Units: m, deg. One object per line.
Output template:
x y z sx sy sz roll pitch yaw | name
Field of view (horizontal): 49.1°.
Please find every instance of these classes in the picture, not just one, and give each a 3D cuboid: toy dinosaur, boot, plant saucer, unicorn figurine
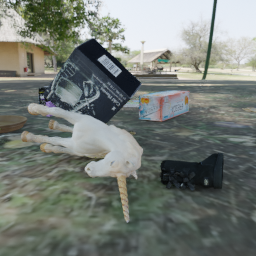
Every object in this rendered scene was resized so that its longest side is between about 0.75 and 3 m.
-0.202 0.129 7.152 0.849 0.202 0.374 18 40 -21 | toy dinosaur
1.096 0.688 4.709 0.964 0.435 1.176 1 12 21 | boot
-4.157 -0.118 8.716 1.952 0.288 1.952 0 13 0 | plant saucer
-0.717 0.247 4.897 2.047 1.101 2.981 12 8 5 | unicorn figurine

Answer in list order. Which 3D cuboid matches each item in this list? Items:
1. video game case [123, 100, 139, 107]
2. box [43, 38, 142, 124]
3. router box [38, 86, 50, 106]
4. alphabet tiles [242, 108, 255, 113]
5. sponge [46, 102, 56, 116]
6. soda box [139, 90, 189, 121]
0.010 -1.234 14.128 1.689 0.186 1.538 1 12 4 | video game case
-0.749 -0.825 5.929 1.406 1.430 0.886 -43 8 35 | box
-3.707 -1.331 12.629 0.345 1.007 1.350 0 12 -4 | router box
5.967 -0.790 12.390 1.552 0.049 1.292 2 13 9 | alphabet tiles
-2.983 -0.823 11.327 0.150 0.562 1.007 3 12 14 | sponge
1.496 -0.934 11.003 0.980 0.911 2.866 7 13 31 | soda box
